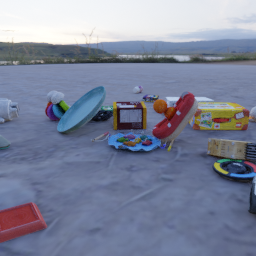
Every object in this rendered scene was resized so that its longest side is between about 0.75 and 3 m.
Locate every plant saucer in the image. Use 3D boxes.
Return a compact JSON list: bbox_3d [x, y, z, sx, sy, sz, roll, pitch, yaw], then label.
[{"bbox_3d":[-1.771,-0.692,11.094,2.498,0.342,2.498,-34,26,19],"label":"plant saucer"},{"bbox_3d":[-2.132,1.755,5.390,0.920,0.169,0.918,-10,20,-29],"label":"plant saucer"}]

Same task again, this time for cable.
[{"bbox_3d":[-1.456,-0.574,12.891,1.536,0.390,1.253,-6,13,-12],"label":"cable"}]

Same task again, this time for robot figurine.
[{"bbox_3d":[-5.732,-0.784,12.441,1.654,0.934,1.402,-3,51,-9],"label":"robot figurine"}]

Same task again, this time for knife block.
[{"bbox_3d":[3.373,0.648,8.348,1.391,0.507,1.584,6,0,-27],"label":"knife block"}]

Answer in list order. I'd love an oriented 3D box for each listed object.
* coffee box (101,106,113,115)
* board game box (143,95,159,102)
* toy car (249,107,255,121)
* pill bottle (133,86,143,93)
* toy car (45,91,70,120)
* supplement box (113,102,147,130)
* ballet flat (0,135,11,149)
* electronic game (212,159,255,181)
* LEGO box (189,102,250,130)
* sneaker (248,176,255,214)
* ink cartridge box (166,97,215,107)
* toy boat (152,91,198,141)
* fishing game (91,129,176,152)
[{"bbox_3d":[-0.971,-0.896,14.029,0.683,0.244,1.110,-4,18,-15],"label":"coffee box"},{"bbox_3d":[1.392,-1.813,17.009,0.827,0.284,1.000,6,17,14],"label":"board game box"},{"bbox_3d":[5.963,-0.737,12.385,1.484,1.368,1.313,-24,6,25],"label":"toy car"},{"bbox_3d":[0.693,-2.692,19.627,0.456,0.456,0.813,10,20,29],"label":"pill bottle"},{"bbox_3d":[-3.186,-0.877,12.675,1.149,1.340,1.532,-46,33,-15],"label":"toy car"},{"bbox_3d":[0.053,-0.550,11.747,1.345,0.893,1.327,-1,17,-3],"label":"supplement box"},{"bbox_3d":[-4.938,0.273,9.436,2.084,0.664,0.702,5,18,16],"label":"ballet flat"},{"bbox_3d":[2.880,1.085,7.445,1.219,0.254,1.219,0,16,0],"label":"electronic game"},{"bbox_3d":[3.700,-0.529,11.783,2.149,0.829,1.601,0,17,1],"label":"LEGO box"},{"bbox_3d":[3.159,1.365,5.889,1.010,0.656,1.748,12,19,29],"label":"sneaker"},{"bbox_3d":[2.974,-1.204,14.087,2.104,0.650,2.594,0,8,2],"label":"ink cartridge box"},{"bbox_3d":[1.400,-0.509,9.532,1.249,1.911,1.247,32,16,-7],"label":"toy boat"},{"bbox_3d":[0.200,0.361,9.585,2.690,0.418,1.926,7,15,18],"label":"fishing game"}]
